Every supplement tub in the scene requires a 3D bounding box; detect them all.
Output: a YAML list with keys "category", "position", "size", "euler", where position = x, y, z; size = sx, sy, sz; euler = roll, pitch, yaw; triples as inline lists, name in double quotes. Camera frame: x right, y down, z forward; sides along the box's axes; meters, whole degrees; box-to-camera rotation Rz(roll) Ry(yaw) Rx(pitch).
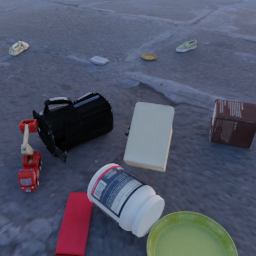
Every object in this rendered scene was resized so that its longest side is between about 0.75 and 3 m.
- category: "supplement tub"
  position: [-0.069, 1.707, 6.777]
  size: [1.637, 1.149, 1.149]
  euler: [30, 47, 32]

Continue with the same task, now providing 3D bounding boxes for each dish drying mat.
- category: "dish drying mat"
  position: [-1.263, 2.292, 6.841]
  size: [0.665, 0.158, 1.732]
  euler: [2, 37, 1]

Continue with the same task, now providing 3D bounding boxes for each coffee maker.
- category: "coffee maker"
  position: [-1.587, -0.041, 9.023]
  size: [2.226, 1.500, 2.139]
  euler: [-25, 66, -27]

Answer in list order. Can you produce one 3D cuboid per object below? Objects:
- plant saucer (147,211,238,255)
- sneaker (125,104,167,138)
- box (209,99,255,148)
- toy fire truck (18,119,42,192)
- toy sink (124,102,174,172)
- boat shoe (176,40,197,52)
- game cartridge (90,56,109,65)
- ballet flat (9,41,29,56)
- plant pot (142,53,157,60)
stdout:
- category: "plant saucer"
  position: [1.379, 2.733, 6.148]
  size: [1.941, 0.302, 1.941]
  euler: [-1, 37, 0]
- category: "sneaker"
  position: [0.663, -0.042, 8.824]
  size: [1.741, 0.770, 0.645]
  euler: [-42, 36, -19]
- category: "box"
  position: [3.447, -0.159, 9.219]
  size: [1.322, 1.086, 1.097]
  euler: [10, 39, 12]
- category: "toy fire truck"
  position: [-2.797, 0.730, 7.927]
  size: [0.441, 1.275, 1.807]
  euler: [-5, 38, -5]
- category: "toy sink"
  position: [0.552, 0.230, 6.780]
  size: [0.948, 0.814, 1.454]
  euler: [9, 76, 12]
- category: "boat shoe"
  position: [3.210, -4.521, 15.379]
  size: [1.364, 0.423, 0.491]
  euler: [-23, 43, -27]
- category: "game cartridge"
  position: [-1.457, -3.405, 14.174]
  size: [0.839, 0.170, 0.560]
  euler: [22, 40, 26]
- category: "ballet flat"
  position: [-5.873, -4.394, 15.162]
  size: [0.591, 0.500, 1.563]
  euler: [7, 38, 10]
- category: "plant pot"
  position: [1.108, -3.701, 14.587]
  size: [0.803, 0.110, 0.803]
  euler: [-1, 38, 1]
